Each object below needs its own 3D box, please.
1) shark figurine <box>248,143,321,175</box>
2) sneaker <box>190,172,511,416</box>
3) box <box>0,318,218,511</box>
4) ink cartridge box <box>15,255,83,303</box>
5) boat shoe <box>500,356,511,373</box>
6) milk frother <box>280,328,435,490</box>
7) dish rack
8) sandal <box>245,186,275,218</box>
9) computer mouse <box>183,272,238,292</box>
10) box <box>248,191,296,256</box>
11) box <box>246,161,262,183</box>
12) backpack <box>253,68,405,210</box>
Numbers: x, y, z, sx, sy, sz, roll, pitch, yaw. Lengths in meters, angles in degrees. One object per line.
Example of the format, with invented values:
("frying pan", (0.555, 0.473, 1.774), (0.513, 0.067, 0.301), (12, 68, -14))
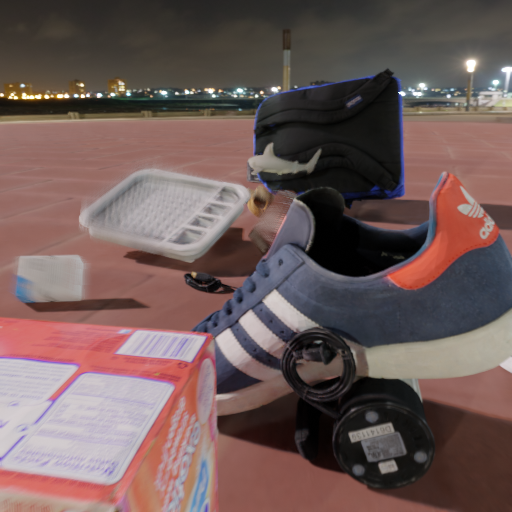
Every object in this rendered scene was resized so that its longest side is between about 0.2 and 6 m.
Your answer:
("shark figurine", (0.468, -1.932, 11.149), (1.509, 0.630, 0.902), (6, 20, 17))
("sneaker", (0.257, 0.291, 4.575), (3.417, 1.444, 1.281), (-18, 15, 26))
("box", (-1.770, 1.226, 3.035), (2.921, 1.383, 1.499), (3, 17, 9))
("ink cartridge box", (-2.722, 0.307, 7.415), (0.769, 0.563, 0.330), (0, -22, -6))
("boat shoe", (3.028, 0.945, 5.224), (0.720, 0.658, 2.002), (-7, 18, -23))
("milk frother", (0.777, 0.943, 4.359), (1.076, 1.192, 1.121), (-1, 16, 10))
("dish rack", (-1.533, -0.691, 9.719), (2.463, 0.536, 2.114), (15, 41, 22))
("sandal", (0.092, -1.020, 11.457), (0.762, 0.513, 1.898), (34, -6, -20))
("computer mouse", (-0.186, 0.357, 7.756), (1.909, 0.325, 0.560), (7, 19, 23))
("box", (0.358, -0.512, 9.087), (0.388, 1.035, 0.518), (-8, 54, -45))
("box", (1.525, -2.574, 16.844), (2.904, 0.643, 2.327), (9, 20, 29))
("backpack", (1.727, -2.402, 13.078), (3.334, 2.709, 2.797), (-3, -6, 16))
